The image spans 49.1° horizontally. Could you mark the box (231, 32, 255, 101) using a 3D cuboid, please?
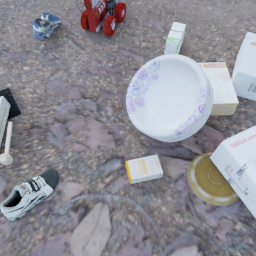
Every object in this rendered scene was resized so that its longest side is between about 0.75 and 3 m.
[{"bbox_3d":[5.426,-2.455,11.498,1.897,1.325,2.492,19,59,12],"label":"box"}]

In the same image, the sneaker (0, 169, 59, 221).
[{"bbox_3d":[-3.081,2.005,8.909,0.771,0.921,2.080,35,62,22],"label":"sneaker"}]

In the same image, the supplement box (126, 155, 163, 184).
[{"bbox_3d":[0.546,1.409,9.564,1.141,0.419,0.719,-10,58,-7],"label":"supplement box"}]

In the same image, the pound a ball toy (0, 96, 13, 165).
[{"bbox_3d":[-4.676,0.168,9.943,1.643,1.071,2.520,1,64,-1],"label":"pound a ball toy"}]

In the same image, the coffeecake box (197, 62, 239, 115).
[{"bbox_3d":[3.257,-1.594,11.265,1.664,0.792,2.167,-2,57,-1],"label":"coffeecake box"}]

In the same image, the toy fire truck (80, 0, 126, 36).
[{"bbox_3d":[-1.160,-5.874,13.089,1.563,2.341,2.788,19,59,12],"label":"toy fire truck"}]

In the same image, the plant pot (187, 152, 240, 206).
[{"bbox_3d":[3.015,1.643,9.515,1.943,0.267,1.943,0,57,0],"label":"plant pot"}]

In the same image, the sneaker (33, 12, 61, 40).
[{"bbox_3d":[-3.925,-4.817,13.326,0.832,0.920,2.160,29,36,-2],"label":"sneaker"}]

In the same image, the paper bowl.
[{"bbox_3d":[1.539,-0.971,9.992,2.953,1.536,2.953,-9,72,28],"label":"paper bowl"}]

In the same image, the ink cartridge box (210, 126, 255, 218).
[{"bbox_3d":[4.186,1.368,8.992,1.819,1.028,2.483,-20,62,-25],"label":"ink cartridge box"}]

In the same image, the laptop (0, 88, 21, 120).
[{"bbox_3d":[-5.139,-0.878,11.242,1.252,0.730,1.413,-26,35,-17],"label":"laptop"}]

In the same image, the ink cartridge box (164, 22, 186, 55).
[{"bbox_3d":[2.105,-3.899,12.615,0.586,1.015,1.396,16,59,10],"label":"ink cartridge box"}]
